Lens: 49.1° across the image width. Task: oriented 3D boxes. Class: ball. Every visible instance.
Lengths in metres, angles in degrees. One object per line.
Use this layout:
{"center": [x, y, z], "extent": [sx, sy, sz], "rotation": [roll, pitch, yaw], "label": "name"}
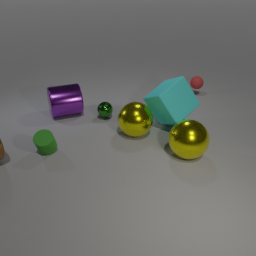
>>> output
{"center": [3.678, -2.423, 14.963], "extent": [0.700, 0.700, 0.700], "rotation": [0, 29, 0], "label": "ball"}
{"center": [-1.026, -0.828, 12.529], "extent": [0.700, 0.700, 0.700], "rotation": [0, 29, 0], "label": "ball"}
{"center": [0.296, -0.341, 11.087], "extent": [1.400, 1.400, 1.400], "rotation": [0, 29, 0], "label": "ball"}
{"center": [2.119, 0.391, 9.755], "extent": [1.400, 1.400, 1.400], "rotation": [0, 29, 0], "label": "ball"}

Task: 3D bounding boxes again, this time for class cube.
{"center": [1.781, -1.100, 11.567], "extent": [1.400, 1.400, 1.400], "rotation": [-40, 16, -18], "label": "cube"}

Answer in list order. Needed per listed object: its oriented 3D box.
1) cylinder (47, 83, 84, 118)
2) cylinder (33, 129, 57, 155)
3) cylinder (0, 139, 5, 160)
{"center": [-2.858, -1.248, 12.732], "extent": [1.400, 1.400, 1.400], "rotation": [-11, 30, -18], "label": "cylinder"}
{"center": [-2.954, 0.512, 10.011], "extent": [0.700, 0.700, 0.700], "rotation": [0, 58, 0], "label": "cylinder"}
{"center": [-5.015, 0.683, 9.098], "extent": [1.400, 1.400, 1.400], "rotation": [23, 39, 36], "label": "cylinder"}
